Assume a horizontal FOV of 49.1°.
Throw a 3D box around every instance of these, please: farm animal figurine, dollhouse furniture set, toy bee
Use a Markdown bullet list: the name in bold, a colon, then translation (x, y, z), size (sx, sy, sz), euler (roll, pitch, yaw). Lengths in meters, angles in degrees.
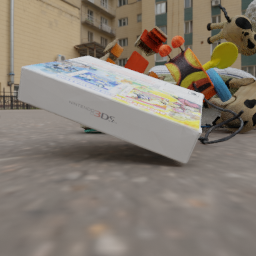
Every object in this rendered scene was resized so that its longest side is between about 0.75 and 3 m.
- **farm animal figurine**: translation (2.950, -1.374, 6.173), size (2.353, 2.914, 1.465), euler (-3, 8, -31)
- **dollhouse furniture set**: translation (0.210, -1.244, 5.162), size (1.191, 1.178, 0.613), euler (34, -17, -21)
- **toy bee**: translation (1.248, -0.987, 5.176), size (1.897, 1.575, 2.898), euler (-36, 10, -7)

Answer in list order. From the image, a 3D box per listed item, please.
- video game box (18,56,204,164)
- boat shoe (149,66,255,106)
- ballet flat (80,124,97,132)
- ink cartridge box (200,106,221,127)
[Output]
- **video game box**: translation (-0.026, -0.376, 3.425), size (1.858, 0.435, 1.692), euler (21, 20, 9)
- **boat shoe**: translation (1.872, -0.944, 7.220), size (2.883, 0.894, 1.038), euler (4, -38, 5)
- **ballet flat**: translation (0.274, -0.409, 6.260), size (2.772, 0.995, 0.995), euler (-2, 5, -20)
- **ink cartridge box**: translation (2.323, -0.368, 8.097), size (1.044, 0.612, 1.426), euler (0, 7, -6)
